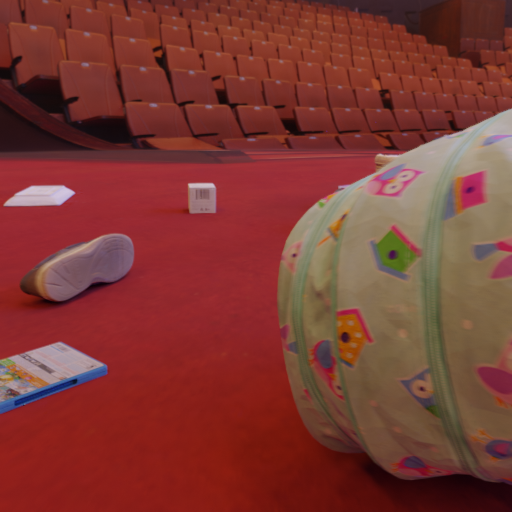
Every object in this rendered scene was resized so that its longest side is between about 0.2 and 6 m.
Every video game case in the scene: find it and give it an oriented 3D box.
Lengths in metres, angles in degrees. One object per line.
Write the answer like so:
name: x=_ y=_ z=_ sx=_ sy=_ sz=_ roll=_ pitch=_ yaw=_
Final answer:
video game case: x=-2.017 y=1.054 z=4.863 sx=0.827 sy=0.103 sz=1.155 roll=13 pitch=18 yaw=41

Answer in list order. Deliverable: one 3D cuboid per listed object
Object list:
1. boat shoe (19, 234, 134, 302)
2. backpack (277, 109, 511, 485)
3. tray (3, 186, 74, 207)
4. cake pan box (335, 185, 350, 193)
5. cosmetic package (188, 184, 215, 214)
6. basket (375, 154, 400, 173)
boat shoe: x=-2.360 y=0.119 z=7.563 sx=0.616 sy=0.683 sz=1.900 roll=2 pitch=17 yaw=22
backpack: x=1.712 y=0.268 z=3.760 sx=2.035 sy=2.683 sz=3.216 roll=-15 pitch=4 yaw=43
tray: x=-6.284 y=-1.782 z=16.383 sx=1.488 sy=0.307 sz=2.771 roll=-1 pitch=13 yaw=-9
cake pan box: x=3.140 y=-1.542 z=14.515 sx=2.164 sy=0.566 sz=1.993 roll=-4 pitch=11 yaw=9
cosmetic package: x=-1.389 y=-1.470 z=14.262 sx=0.664 sy=0.664 sz=0.805 roll=-1 pitch=14 yaw=-8
basket: x=3.645 y=-1.286 z=11.472 sx=1.860 sy=1.496 sz=1.844 roll=-6 pitch=16 yaw=-29
